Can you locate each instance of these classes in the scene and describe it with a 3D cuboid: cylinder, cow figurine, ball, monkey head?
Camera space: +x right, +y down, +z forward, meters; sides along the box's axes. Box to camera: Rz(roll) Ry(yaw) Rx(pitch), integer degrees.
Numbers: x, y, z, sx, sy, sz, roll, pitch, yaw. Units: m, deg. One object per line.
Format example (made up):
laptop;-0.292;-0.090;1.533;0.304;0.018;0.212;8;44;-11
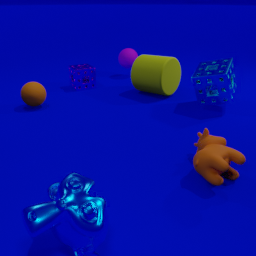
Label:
cylinder;0.921;-1.752;9.224;1.218;1.218;1.218;17;30;38
cow figurine;1.550;0.506;5.275;1.215;0.667;1.195;-7;30;-40
ball;0.014;-2.781;11.228;0.794;0.794;0.794;0;26;0
ball;-2.775;-0.994;8.230;0.718;0.718;0.718;0;26;0
monkey head;-0.767;1.134;3.486;1.048;0.878;1.457;-13;50;-32

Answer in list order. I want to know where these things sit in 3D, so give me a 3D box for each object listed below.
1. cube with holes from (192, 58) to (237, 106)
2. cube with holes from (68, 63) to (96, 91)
cube with holes;2.504;-1.310;8.035;0.943;0.943;0.943;-1;37;33
cube with holes;-1.636;-1.824;10.010;0.744;0.744;0.744;-13;29;-25
